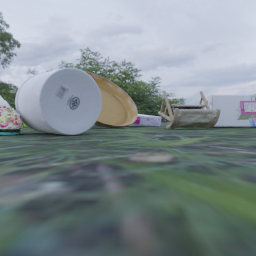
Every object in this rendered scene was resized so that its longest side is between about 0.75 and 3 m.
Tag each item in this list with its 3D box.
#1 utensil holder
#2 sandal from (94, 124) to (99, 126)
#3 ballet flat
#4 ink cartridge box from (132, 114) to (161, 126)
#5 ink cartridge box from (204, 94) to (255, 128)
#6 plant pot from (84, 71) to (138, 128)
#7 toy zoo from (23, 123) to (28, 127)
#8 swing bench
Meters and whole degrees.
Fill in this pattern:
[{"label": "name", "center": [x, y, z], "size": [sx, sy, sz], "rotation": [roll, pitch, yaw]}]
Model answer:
[{"label": "utensil holder", "center": [-1.076, -0.389, 4.315], "size": [1.007, 1.007, 1.185], "rotation": [-1, 4, -35]}, {"label": "sandal", "center": [-0.845, -0.238, 11.118], "size": [1.243, 0.355, 0.493], "rotation": [0, 1, -11]}, {"label": "ballet flat", "center": [-2.425, -0.261, 4.681], "size": [0.835, 0.706, 2.208], "rotation": [0, 2, -45]}, {"label": "ink cartridge box", "center": [0.267, -0.392, 11.748], "size": [1.323, 0.465, 2.218], "rotation": [4, 6, -25]}, {"label": "ink cartridge box", "center": [3.784, -0.535, 9.021], "size": [2.447, 1.036, 1.768], "rotation": [2, 2, 9]}, {"label": "plant pot", "center": [-0.900, -0.843, 8.499], "size": [2.571, 0.353, 2.571], "rotation": [23, 34, -16]}, {"label": "toy zoo", "center": [-2.690, -0.202, 10.793], "size": [2.888, 0.295, 1.894], "rotation": [0, 1, 4]}, {"label": "swing bench", "center": [1.568, -0.408, 7.408], "size": [1.198, 0.782, 1.205], "rotation": [1, 31, -12]}]
